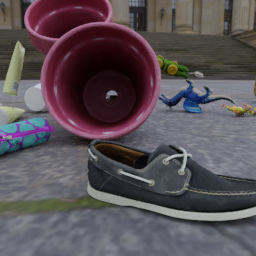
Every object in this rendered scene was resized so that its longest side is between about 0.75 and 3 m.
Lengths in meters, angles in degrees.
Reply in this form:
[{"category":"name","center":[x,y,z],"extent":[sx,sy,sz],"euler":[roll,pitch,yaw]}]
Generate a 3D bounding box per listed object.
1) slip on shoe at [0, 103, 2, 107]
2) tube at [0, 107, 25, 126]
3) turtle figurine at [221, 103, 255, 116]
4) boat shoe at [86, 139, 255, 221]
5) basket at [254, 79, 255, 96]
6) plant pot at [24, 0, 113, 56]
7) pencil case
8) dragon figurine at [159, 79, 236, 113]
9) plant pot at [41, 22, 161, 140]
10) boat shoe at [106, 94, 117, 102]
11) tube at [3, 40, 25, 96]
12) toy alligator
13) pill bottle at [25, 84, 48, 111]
[{"category":"slip on shoe","center":[-6.368,-1.257,12.366],"extent":[1.028,0.819,2.704],"euler":[-10,15,-38]},{"category":"tube","center":[-3.999,-0.428,9.052],"extent":[0.754,0.675,2.599],"euler":[38,-2,-15]},{"category":"turtle figurine","center":[4.288,-0.656,10.448],"extent":[1.133,0.452,1.405],"euler":[3,1,-25]},{"category":"boat shoe","center":[0.537,0.622,3.631],"extent":[2.377,0.804,0.854],"euler":[6,12,20]},{"category":"basket","center":[7.492,-1.954,14.660],"extent":[1.639,1.170,1.221],"euler":[11,20,11]},{"category":"plant pot","center":[-1.655,-2.647,8.756],"extent":[2.483,2.222,2.483],"euler":[-1,56,1]},{"category":"pencil case","center":[-2.377,0.172,6.060],"extent":[0.701,0.646,1.518],"euler":[-11,6,30]},{"category":"dragon figurine","center":[2.763,-1.096,11.511],"extent":[2.902,1.443,0.854],"euler":[22,15,10]},{"category":"plant pot","center":[-0.603,-1.017,7.558],"extent":[2.783,2.783,2.491],"euler":[0,-4,1]},{"category":"boat shoe","center":[-1.097,-1.482,14.121],"extent":[1.492,0.536,0.504],"euler":[-2,8,-20]},{"category":"tube","center":[-3.591,-1.880,8.935],"extent":[0.437,1.685,0.489],"euler":[17,-9,-43]},{"category":"toy alligator","center":[1.382,-1.749,8.510],"extent":[1.799,0.432,0.596],"euler":[23,29,2]},{"category":"pill bottle","center":[-3.402,-1.337,11.924],"extent":[1.159,1.159,2.045],"euler":[3,12,13]}]
